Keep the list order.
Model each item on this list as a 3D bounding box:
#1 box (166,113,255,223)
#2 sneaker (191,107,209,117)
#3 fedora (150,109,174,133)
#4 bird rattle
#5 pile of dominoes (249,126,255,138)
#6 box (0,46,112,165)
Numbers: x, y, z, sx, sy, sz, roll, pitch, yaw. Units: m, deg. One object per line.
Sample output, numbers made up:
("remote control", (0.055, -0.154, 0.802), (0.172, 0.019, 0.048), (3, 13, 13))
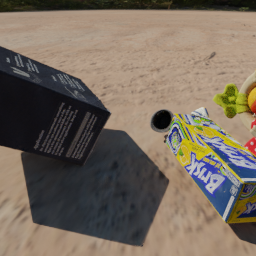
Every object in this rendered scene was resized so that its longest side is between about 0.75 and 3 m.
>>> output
("box", (1.939, 0.704, 6.279), (1.048, 0.962, 2.992), (4, 25, -18))
("sneaker", (2.213, -0.035, 8.223), (0.523, 0.446, 1.186), (-19, 56, 9))
("fedora", (1.024, -0.158, 8.269), (0.705, 0.360, 0.797), (9, 69, 18))
("bird rattle", (3.205, -0.401, 6.923), (1.363, 1.973, 2.419), (2, 48, -11))
("pile of dominoes", (3.312, 0.802, 5.277), (2.315, 0.369, 1.805), (52, 17, 24))
("box", (-2.362, -0.663, 7.172), (2.795, 1.641, 2.748), (20, 15, -33))
